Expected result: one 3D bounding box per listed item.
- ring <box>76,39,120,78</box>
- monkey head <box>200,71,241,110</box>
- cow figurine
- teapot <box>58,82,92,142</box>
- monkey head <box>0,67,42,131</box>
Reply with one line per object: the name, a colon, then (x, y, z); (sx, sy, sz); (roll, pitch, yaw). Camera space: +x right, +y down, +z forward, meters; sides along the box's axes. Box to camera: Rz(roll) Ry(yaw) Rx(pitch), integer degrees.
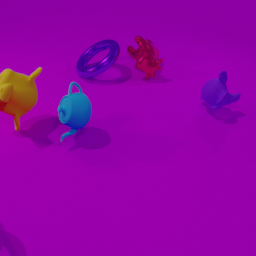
ring: (-1.084, -2.492, 9.982); (1.806, 0.361, 1.806); (-20, 44, 20)
monkey head: (2.648, -1.025, 8.058); (1.010, 1.404, 0.846); (-13, 68, -17)
cow figurine: (0.746, -2.535, 10.149); (1.688, 0.942, 1.716); (50, 29, 14)
teapot: (-1.403, -0.388, 7.046); (0.745, 1.521, 0.946); (4, 5, -40)
monkey head: (-2.857, -0.838, 7.236); (1.114, 1.849, 1.330); (21, 1, -34)
